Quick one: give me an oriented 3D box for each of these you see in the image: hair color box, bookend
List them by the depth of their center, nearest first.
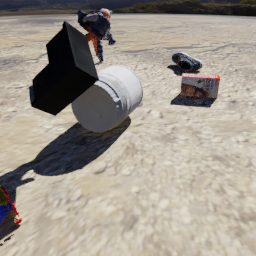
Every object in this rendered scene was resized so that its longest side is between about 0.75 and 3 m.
[{"bbox_3d":[-1.827,-1.566,7.544,0.811,1.760,1.749,25,38,-48],"label":"bookend"},{"bbox_3d":[3.131,-1.855,12.226,1.602,0.888,0.512,5,28,12],"label":"hair color box"}]

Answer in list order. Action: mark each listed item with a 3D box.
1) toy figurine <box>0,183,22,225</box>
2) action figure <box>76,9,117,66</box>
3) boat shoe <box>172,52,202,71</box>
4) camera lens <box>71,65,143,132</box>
[{"bbox_3d":[-2.799,1.666,5.781,0.743,0.655,1.241,-27,36,-32],"label":"toy figurine"},{"bbox_3d":[-0.814,-2.922,8.965,0.949,1.756,1.815,11,-2,41],"label":"action figure"},{"bbox_3d":[3.129,-3.837,16.114,1.003,0.782,2.210,-16,33,-36],"label":"boat shoe"},{"bbox_3d":[-0.637,-1.066,9.652,1.843,1.843,2.304,11,29,21],"label":"camera lens"}]
